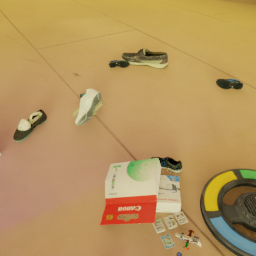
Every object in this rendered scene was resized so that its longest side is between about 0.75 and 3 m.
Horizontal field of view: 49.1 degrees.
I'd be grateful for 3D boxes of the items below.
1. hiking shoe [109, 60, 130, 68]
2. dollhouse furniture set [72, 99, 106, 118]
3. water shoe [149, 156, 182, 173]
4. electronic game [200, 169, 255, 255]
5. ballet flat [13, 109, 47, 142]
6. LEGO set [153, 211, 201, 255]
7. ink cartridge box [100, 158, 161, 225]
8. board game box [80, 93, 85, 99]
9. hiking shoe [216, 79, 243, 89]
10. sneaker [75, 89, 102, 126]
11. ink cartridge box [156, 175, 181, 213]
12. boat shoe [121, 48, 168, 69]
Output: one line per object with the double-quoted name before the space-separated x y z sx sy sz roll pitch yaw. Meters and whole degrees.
"hiking shoe" -0.441 -3.340 14.304 1.066 0.397 0.462 1 39 2
"dollhouse furniture set" -1.463 -0.713 11.008 0.654 1.176 1.040 44 2 1
"water shoe" 1.158 1.017 8.616 1.066 0.421 0.381 14 40 18
"electronic game" 3.272 2.096 7.070 2.845 0.592 2.845 0 37 0
"ballet flat" -3.559 -0.176 10.068 0.542 0.546 1.595 16 41 18
"LEGO set" 1.194 2.620 6.785 0.861 0.283 1.152 -15 32 -12
"ink cartridge box" 0.060 1.642 7.459 1.497 0.466 1.861 -10 33 20
"board game box" -1.714 -1.211 11.767 0.555 0.115 0.820 -8 39 -10
"hiking shoe" 4.522 -2.001 12.602 1.208 0.449 0.524 10 30 -2
"sneaker" -1.539 -0.769 10.297 0.591 1.476 0.519 36 9 26
"ink cartridge box" 1.053 1.779 7.633 0.713 0.418 0.974 2 36 3
"boat shoe" 0.860 -3.699 14.406 2.542 0.835 0.908 14 40 17
